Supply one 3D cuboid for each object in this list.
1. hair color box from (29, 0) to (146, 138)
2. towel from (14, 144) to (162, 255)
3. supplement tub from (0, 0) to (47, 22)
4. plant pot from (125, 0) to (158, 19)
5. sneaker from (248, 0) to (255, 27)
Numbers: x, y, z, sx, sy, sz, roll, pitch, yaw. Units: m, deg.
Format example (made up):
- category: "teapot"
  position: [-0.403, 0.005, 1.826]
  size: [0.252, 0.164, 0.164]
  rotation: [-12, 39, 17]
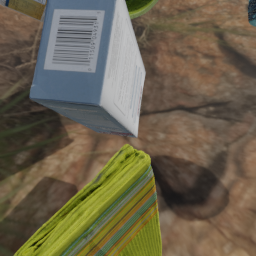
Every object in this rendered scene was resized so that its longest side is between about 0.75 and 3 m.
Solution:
- category: "hair color box"
  position: [-0.356, -0.750, 4.458]
  size: [0.885, 2.918, 1.444]
  rotation: [7, 83, 11]
- category: "towel"
  position: [-0.098, 0.952, 2.064]
  size: [0.846, 1.966, 0.178]
  rotation: [-40, 56, -21]
- category: "supplement tub"
  position: [-1.847, -2.574, 5.471]
  size: [1.102, 0.797, 0.797]
  rotation: [16, 51, -26]
- category: "plant pot"
  position: [-0.610, -3.854, 6.397]
  size: [2.351, 2.351, 2.233]
  rotation: [-31, 39, -19]
- category: "sneaker"
  position: [3.659, -2.488, 5.718]
  size: [2.384, 1.029, 0.925]
  rotation: [8, 24, 16]
